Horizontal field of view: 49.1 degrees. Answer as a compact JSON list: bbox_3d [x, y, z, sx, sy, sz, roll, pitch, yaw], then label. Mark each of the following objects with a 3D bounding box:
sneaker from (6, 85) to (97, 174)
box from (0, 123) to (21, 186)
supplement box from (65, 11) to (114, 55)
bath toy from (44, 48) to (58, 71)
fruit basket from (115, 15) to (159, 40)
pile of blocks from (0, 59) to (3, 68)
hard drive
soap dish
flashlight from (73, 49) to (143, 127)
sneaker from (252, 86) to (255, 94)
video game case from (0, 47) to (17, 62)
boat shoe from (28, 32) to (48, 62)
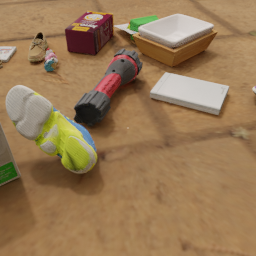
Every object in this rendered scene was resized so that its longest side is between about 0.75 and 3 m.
[{"bbox_3d":[-1.565,0.045,6.054,0.875,1.213,2.310,-44,88,6],"label":"sneaker"},{"bbox_3d":[-3.672,-0.442,5.706,1.429,2.608,2.956,-25,45,-26],"label":"box"},{"bbox_3d":[-1.436,-3.747,10.923,1.167,0.906,2.115,11,42,13],"label":"supplement box"},{"bbox_3d":[-2.683,-2.410,9.736,0.497,0.422,1.143,-8,40,-10],"label":"bath toy"},{"bbox_3d":[0.517,-4.196,11.717,1.730,0.876,1.868,-17,28,-19],"label":"fruit basket"},{"bbox_3d":[-5.007,-2.268,9.553,1.399,0.435,0.574,-2,40,-2],"label":"pile of blocks"},{"bbox_3d":[1.822,-1.062,8.245,2.003,0.267,1.322,18,43,20],"label":"hard drive"},{"bbox_3d":[1.717,-3.259,10.268,2.516,1.022,1.979,-32,50,-31],"label":"soap dish"},{"bbox_3d":[-0.450,-1.230,7.913,0.996,0.993,2.932,16,41,10],"label":"flashlight"},{"bbox_3d":[4.809,-1.464,8.026,2.845,1.187,1.147,-19,43,-20],"label":"sneaker"},{"bbox_3d":[-4.854,-2.726,10.321,1.174,0.139,1.069,1,40,1],"label":"video game case"},{"bbox_3d":[-3.357,-2.994,10.309,0.619,0.560,1.736,-4,40,-5],"label":"boat shoe"}]
